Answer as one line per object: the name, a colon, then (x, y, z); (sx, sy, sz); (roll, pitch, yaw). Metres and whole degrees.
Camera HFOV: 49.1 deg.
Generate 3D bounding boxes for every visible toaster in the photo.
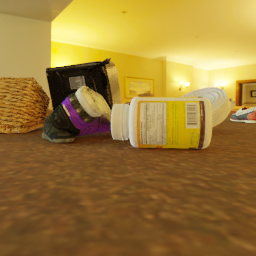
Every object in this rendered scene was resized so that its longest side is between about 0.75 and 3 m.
toaster: (-1.405, -1.217, 9.868); (2.482, 2.244, 1.473); (-4, 16, 15)

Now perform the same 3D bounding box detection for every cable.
cable: (2.506, -0.662, 9.750); (2.045, 0.708, 2.045); (-1, 35, 36)

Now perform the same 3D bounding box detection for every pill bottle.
pill bottle: (0.696, -0.120, 5.994); (2.018, 1.102, 1.102); (1, 5, 8)

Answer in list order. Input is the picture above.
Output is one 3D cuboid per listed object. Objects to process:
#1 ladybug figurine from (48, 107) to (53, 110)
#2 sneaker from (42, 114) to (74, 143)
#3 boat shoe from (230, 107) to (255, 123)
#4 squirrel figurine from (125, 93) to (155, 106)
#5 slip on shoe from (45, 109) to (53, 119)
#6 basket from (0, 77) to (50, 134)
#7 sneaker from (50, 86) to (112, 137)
ladybug figurine: (-4.494, -0.804, 16.076); (2.048, 0.737, 1.390); (-2, 6, -21)
sneaker: (-1.774, 0.007, 7.048); (0.458, 0.686, 1.198); (-5, 13, -41)
boat shoe: (6.175, -0.706, 14.662); (0.922, 0.810, 2.590); (-2, 4, -4)
squirrel figurine: (0.765, -0.295, 7.990); (1.627, 1.234, 1.743); (5, 5, -31)
slip on shoe: (-3.222, -0.661, 14.264); (2.536, 0.768, 0.964); (-3, 6, -33)
basket: (-4.473, -0.471, 10.132); (2.838, 2.114, 2.025); (1, -23, 6)
sneaker: (-1.255, -0.254, 7.849); (1.446, 1.011, 2.908); (-34, -14, 6)
